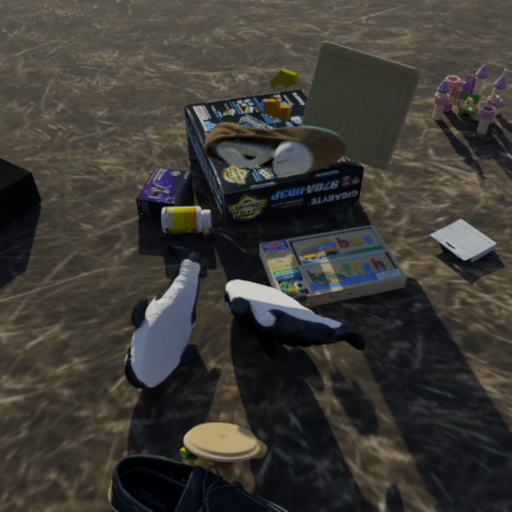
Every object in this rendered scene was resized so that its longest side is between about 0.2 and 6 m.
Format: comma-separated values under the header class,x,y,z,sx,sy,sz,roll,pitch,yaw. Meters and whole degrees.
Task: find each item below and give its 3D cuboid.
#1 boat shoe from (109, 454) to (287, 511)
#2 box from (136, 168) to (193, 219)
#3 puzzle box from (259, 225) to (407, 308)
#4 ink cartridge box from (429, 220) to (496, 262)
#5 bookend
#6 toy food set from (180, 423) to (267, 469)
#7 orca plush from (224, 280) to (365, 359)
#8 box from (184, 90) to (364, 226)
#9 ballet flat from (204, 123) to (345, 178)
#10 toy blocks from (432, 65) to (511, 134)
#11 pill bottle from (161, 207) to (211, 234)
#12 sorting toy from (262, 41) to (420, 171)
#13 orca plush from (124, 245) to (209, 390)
class,x,y,z,sx,sy,sz,roll,pitch,yaw
boat shoe,-0.715,3.133,6.976,2.543,0.791,0.949,14,42,15
box,-1.966,-1.360,12.159,0.877,0.490,1.242,9,43,6
puzzle box,1.405,0.173,10.594,2.409,0.306,1.603,-10,43,-11
ink cartridge box,4.093,-0.266,11.160,0.947,0.192,0.945,-23,47,-23
bookend,-5.865,-1.291,11.838,1.726,0.800,1.737,23,48,25
toy food set,-0.453,2.497,7.401,1.045,0.257,1.056,10,7,27
orca plush,0.471,1.203,9.111,2.692,0.957,1.416,13,18,30
box,0.256,-2.474,13.039,3.137,0.908,3.946,-12,44,-13
ballet flat,0.206,-1.773,9.587,2.531,0.858,0.916,13,43,19
toy blocks,5.736,-4.382,14.725,1.639,1.477,1.754,26,48,26
pill bottle,-1.419,-0.732,11.421,0.973,0.531,0.531,-2,42,-2
sorting toy,1.614,-3.168,11.395,2.937,2.188,0.393,24,38,16
orca plush,-1.664,1.005,9.207,0.922,1.365,2.594,-18,54,37
